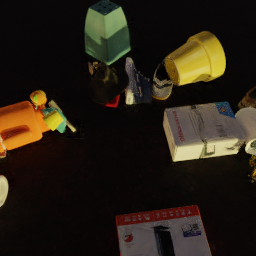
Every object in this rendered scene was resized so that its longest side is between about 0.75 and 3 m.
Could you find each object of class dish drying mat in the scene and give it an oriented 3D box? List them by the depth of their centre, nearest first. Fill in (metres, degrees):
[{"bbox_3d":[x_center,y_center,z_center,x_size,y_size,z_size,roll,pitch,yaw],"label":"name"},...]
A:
[{"bbox_3d":[-0.643,-1.501,12.771,0.512,0.121,1.332,8,53,5],"label":"dish drying mat"}]

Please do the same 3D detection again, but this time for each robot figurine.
[{"bbox_3d":[-4.400,-0.053,10.685,2.786,1.624,2.004,-20,70,-21],"label":"robot figurine"}]

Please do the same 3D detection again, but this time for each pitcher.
[{"bbox_3d":[4.999,0.251,10.742,1.792,1.266,2.089,29,34,-18],"label":"pitcher"}]

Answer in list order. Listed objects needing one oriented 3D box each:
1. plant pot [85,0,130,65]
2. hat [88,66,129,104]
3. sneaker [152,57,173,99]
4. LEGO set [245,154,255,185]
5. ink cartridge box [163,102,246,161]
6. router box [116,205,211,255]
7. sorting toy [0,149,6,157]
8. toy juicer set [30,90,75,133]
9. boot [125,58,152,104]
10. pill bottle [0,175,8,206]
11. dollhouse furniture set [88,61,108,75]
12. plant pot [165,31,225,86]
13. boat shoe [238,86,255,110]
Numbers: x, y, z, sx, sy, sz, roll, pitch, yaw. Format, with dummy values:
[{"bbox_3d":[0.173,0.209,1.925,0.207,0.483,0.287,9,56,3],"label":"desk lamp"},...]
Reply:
[{"bbox_3d":[-1.048,-4.838,13.853,1.731,2.451,1.732,36,60,24],"label":"plant pot"},{"bbox_3d":[-1.024,-2.180,12.398,2.163,0.872,2.163,-14,51,18],"label":"hat"},{"bbox_3d":[1.854,-2.631,12.944,1.067,1.237,2.822,11,52,11],"label":"sneaker"},{"bbox_3d":[5.012,1.711,10.036,1.625,0.942,1.250,15,25,5],"label":"LEGO set"},{"bbox_3d":[2.838,0.112,10.919,2.609,1.099,1.886,-6,53,-5],"label":"ink cartridge box"},{"bbox_3d":[1.088,3.728,8.450,2.657,0.649,2.385,-6,53,-5],"label":"router box"},{"bbox_3d":[-5.146,0.882,10.960,0.757,0.149,0.818,-8,48,-6],"label":"sorting toy"},{"bbox_3d":[-2.904,-0.529,10.316,0.737,2.707,1.722,-40,85,-4],"label":"toy juicer set"},{"bbox_3d":[0.459,-2.161,12.883,1.161,0.935,2.571,1,61,-6],"label":"boot"},{"bbox_3d":[-5.227,2.091,9.436,1.981,1.077,1.077,3,53,1],"label":"pill bottle"},{"bbox_3d":[-1.408,-3.014,13.528,0.919,0.748,0.874,-21,56,-15],"label":"dollhouse furniture set"},{"bbox_3d":[2.664,-2.735,11.703,1.901,2.021,2.021,-24,56,-8],"label":"plant pot"},{"bbox_3d":[6.017,-1.537,12.232,2.747,1.014,1.039,-33,60,-23],"label":"boat shoe"}]
